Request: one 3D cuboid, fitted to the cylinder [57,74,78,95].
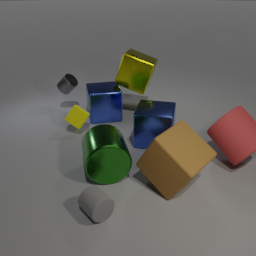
[{"bbox_3d":[-2.766,-2.004,12.804,0.700,0.700,0.700,-36,9,33],"label":"cylinder"}]

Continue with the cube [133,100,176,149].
[{"bbox_3d":[1.008,-0.126,10.507,1.400,1.400,1.400,6,29,11],"label":"cube"}]

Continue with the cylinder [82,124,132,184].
[{"bbox_3d":[-0.698,0.792,8.783,1.400,1.400,1.400,-6,29,-11],"label":"cylinder"}]

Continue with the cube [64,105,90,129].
[{"bbox_3d":[-2.024,-0.449,11.239,0.700,0.700,0.700,34,3,-7],"label":"cube"}]

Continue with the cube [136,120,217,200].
[{"bbox_3d":[1.360,0.902,8.050,1.400,1.400,1.400,-29,69,-40],"label":"cube"}]

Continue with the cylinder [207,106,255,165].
[{"bbox_3d":[3.530,0.239,9.017,1.400,1.400,1.400,-23,69,-37],"label":"cylinder"}]

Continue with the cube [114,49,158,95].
[{"bbox_3d":[0.386,-2.538,12.486,1.400,1.400,1.400,22,27,2],"label":"cube"}]

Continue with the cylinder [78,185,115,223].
[{"bbox_3d":[-0.826,1.969,7.306,0.700,0.700,0.700,-21,34,-34],"label":"cylinder"}]

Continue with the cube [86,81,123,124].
[{"bbox_3d":[-1.063,-1.149,12.410,1.400,1.400,1.400,-6,29,-11],"label":"cube"}]
